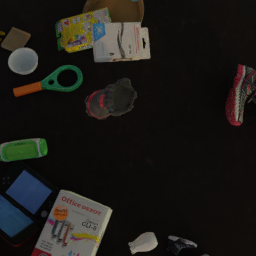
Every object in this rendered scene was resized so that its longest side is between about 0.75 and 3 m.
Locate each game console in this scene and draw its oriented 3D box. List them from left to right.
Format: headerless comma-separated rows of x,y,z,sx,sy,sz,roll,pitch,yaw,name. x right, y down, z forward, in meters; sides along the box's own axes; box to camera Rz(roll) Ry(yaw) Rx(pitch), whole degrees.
-3.516,2.251,8.931,2.245,1.332,1.934,34,75,10,game console

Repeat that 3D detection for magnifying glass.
-3.059,-1.725,10.804,2.648,0.296,1.054,-17,73,-5,magnifying glass

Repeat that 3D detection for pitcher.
0.470,3.631,8.783,0.879,0.754,0.533,-20,73,-6,pitcher

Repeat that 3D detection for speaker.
-3.672,0.762,9.776,1.552,0.687,0.687,-8,72,-2,speaker

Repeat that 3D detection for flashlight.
-0.545,-0.653,7.505,0.913,2.688,0.910,-34,103,-12,flashlight

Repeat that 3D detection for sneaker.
1.704,3.809,8.947,0.922,0.348,0.525,12,73,10,sneaker
4.222,-1.235,10.256,0.918,0.991,2.459,16,72,6,sneaker

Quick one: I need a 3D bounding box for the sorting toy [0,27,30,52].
-4.771,-3.650,11.511,1.298,0.174,0.967,23,78,7,sorting toy

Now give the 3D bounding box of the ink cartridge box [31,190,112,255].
-1.617,3.196,8.477,1.603,1.596,2.207,19,73,6,ink cartridge box

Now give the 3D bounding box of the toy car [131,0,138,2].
0.526,-5.473,9.696,1.324,1.497,1.380,35,65,-36,toy car

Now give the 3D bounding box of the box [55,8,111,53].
-1.746,-3.817,11.132,2.249,0.544,1.319,-10,79,8,box

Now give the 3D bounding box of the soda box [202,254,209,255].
2.001,4.367,8.725,1.244,0.395,0.425,-19,73,-7,soda box

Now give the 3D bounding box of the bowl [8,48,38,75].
-4.022,-2.521,10.940,1.131,0.508,1.131,0,72,0,bowl

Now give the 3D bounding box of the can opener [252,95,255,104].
5.380,-0.473,10.151,0.764,0.605,2.300,-27,71,-30,can opener

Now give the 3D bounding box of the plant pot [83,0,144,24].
-0.591,-4.516,11.262,2.646,0.364,2.646,-1,87,18,plant pot

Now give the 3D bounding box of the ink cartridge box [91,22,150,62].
-0.125,-2.171,7.078,1.499,0.509,0.870,-6,94,-11,ink cartridge box
